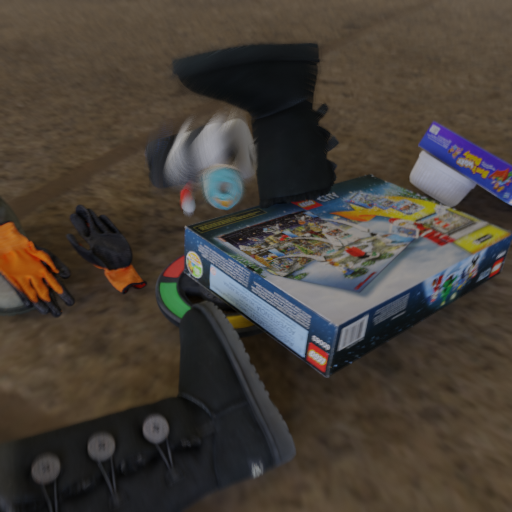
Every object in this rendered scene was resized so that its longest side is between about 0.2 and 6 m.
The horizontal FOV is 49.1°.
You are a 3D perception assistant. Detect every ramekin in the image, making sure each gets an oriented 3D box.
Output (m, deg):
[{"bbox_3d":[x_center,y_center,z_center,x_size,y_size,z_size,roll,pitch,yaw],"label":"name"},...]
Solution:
[{"bbox_3d":[3.786,-1.558,11.554,1.280,0.672,1.280,28,19,-11],"label":"ramekin"}]

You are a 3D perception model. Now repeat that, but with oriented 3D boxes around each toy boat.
[{"bbox_3d":[-0.713,-0.992,8.952,1.020,0.858,0.474,-18,43,-3],"label":"toy boat"}]

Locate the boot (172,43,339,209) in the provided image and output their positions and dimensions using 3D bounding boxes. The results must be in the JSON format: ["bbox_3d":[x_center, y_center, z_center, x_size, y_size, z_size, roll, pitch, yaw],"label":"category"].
[{"bbox_3d":[0.144,-1.960,8.678,1.110,2.457,2.998,8,22,41],"label":"boot"}]

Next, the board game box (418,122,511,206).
[{"bbox_3d":[4.828,-1.694,11.452,1.798,0.599,2.674,16,24,-34],"label":"board game box"}]

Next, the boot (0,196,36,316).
[{"bbox_3d":[-4.423,-0.560,9.261,1.085,2.092,3.203,-21,40,-27],"label":"boot"}]

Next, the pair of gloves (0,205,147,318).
[{"bbox_3d":[-3.084,-0.004,9.189,2.241,0.277,1.996,-19,60,-43],"label":"pair of gloves"}]

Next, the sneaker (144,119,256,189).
[{"bbox_3d":[-1.134,-1.962,10.876,1.777,1.160,3.176,-9,5,14],"label":"sneaker"}]

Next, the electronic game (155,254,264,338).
[{"bbox_3d":[-0.452,0.503,9.148,2.362,0.492,2.362,0,36,0],"label":"electronic game"}]

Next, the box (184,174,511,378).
[{"bbox_3d":[1.570,-0.060,9.070,4.544,0.856,3.104,-19,37,-37],"label":"box"}]

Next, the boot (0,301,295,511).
[{"bbox_3d":[-1.540,1.949,6.634,3.189,1.047,2.628,-19,43,-19],"label":"boot"}]
